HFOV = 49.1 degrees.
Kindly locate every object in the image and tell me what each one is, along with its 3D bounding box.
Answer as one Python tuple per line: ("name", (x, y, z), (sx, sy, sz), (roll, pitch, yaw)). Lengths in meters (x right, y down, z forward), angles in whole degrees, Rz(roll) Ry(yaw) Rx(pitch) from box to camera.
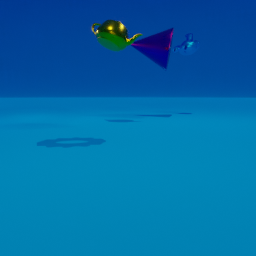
("monkey head", (2.679, -3.745, 12.508), (1.334, 0.960, 0.804), (-5, 9, 40))
("cone", (0.856, -3.274, 11.285), (1.686, 1.679, 1.679), (10, 8, 7))
("teapot", (-0.392, -2.923, 8.737), (1.708, 0.836, 1.062), (22, -7, 15))
